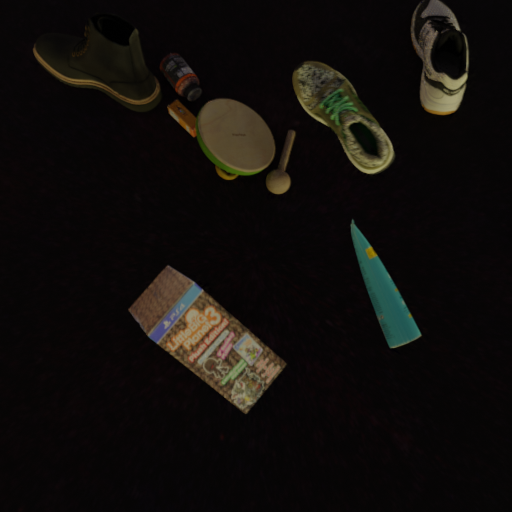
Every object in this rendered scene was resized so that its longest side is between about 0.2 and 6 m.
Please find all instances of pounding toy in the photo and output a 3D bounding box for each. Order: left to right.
[{"bbox_3d":[-0.392,-2.150,11.640,2.239,1.039,1.728,20,57,-23],"label":"pounding toy"}]

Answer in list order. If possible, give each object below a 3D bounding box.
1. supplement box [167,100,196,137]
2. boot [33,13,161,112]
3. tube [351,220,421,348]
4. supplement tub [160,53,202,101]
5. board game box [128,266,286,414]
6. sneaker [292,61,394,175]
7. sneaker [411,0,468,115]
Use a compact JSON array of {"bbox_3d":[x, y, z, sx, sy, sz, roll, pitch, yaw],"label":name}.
[{"bbox_3d":[-1.541,-2.986,12.163,0.283,0.293,0.851,-40,77,-14],"label":"supplement box"},{"bbox_3d":[-3.496,-4.477,11.703,3.092,2.139,1.198,22,72,8],"label":"boot"},{"bbox_3d":[1.816,0.389,8.382,0.491,0.755,1.949,-24,83,1],"label":"tube"},{"bbox_3d":[-1.636,-3.911,12.344,0.564,0.564,1.055,-33,75,-11],"label":"supplement tub"},{"bbox_3d":[-0.833,1.306,9.108,2.101,1.675,1.017,44,81,-22],"label":"board game box"},{"bbox_3d":[1.580,-2.491,9.796,0.933,1.075,2.427,-43,92,8],"label":"sneaker"},{"bbox_3d":[4.141,-4.634,12.207,1.137,1.317,3.006,-3,69,1],"label":"sneaker"}]
